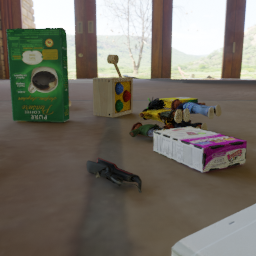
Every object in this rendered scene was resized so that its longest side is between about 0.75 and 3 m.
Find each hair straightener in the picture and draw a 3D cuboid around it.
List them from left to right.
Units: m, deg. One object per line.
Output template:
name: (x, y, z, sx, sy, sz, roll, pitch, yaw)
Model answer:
hair straightener: (-0.264, 0.715, 4.091, 0.453, 0.241, 1.178, -11, 21, -41)

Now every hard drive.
hard drive: (1.488, 1.144, 1.837, 1.352, 0.269, 2.051, -8, 14, -34)

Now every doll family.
doll family: (1.132, -0.272, 7.071, 2.533, 0.994, 1.464, -2, 7, -35)

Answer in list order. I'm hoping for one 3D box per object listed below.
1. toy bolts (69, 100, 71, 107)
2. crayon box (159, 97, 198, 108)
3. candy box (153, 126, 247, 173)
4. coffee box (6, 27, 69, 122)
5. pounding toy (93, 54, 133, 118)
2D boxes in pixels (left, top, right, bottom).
toy bolts: (-3.092, -1.147, 12.122, 1.209, 0.878, 1.266, -41, 27, 2)
crayon box: (2.103, -1.069, 11.917, 1.487, 0.378, 0.944, -6, 14, -30)
candy box: (1.255, 0.339, 5.164, 0.988, 0.442, 1.449, -6, 13, -26)
coffee box: (-2.723, -1.587, 8.612, 1.721, 2.799, 0.615, 0, 9, 6)
pounding toy: (-0.317, -1.575, 10.094, 0.970, 2.120, 1.862, 8, 14, 31)
